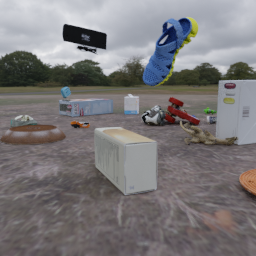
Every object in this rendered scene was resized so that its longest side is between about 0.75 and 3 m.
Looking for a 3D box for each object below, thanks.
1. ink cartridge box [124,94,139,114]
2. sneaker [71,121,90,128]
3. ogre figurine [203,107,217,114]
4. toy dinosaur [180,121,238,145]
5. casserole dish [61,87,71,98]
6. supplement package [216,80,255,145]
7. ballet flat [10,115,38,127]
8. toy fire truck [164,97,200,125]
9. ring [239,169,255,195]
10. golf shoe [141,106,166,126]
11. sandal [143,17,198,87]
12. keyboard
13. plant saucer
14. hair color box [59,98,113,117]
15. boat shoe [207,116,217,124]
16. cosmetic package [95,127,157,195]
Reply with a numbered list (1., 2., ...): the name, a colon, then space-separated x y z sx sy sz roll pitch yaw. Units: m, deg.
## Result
1. ink cartridge box: 0.232 -1.463 17.133 0.746 1.191 0.765 2 9 15
2. sneaker: -1.992 -0.129 11.687 0.796 0.301 0.366 6 1 -7
3. ogre figurine: 4.932 -1.014 17.003 0.493 0.404 0.823 15 16 -29
4. toy dinosaur: 2.190 0.243 8.742 1.142 0.657 2.259 13 5 -44
5. casserole dish: -3.460 -2.008 15.711 0.178 0.557 0.919 -14 18 19
6. supplement package: 3.737 -0.544 8.846 1.487 1.909 1.059 -3 9 -21
7. ballet flat: -4.437 -0.316 12.074 0.510 0.482 1.514 3 9 21
8. toy fire truck: 2.488 -0.640 13.085 1.590 1.061 1.893 26 8 0
9. ring: 2.866 1.007 4.565 1.975 0.189 1.975 -1 9 0
10. golf shoe: 1.085 -0.606 12.907 0.997 0.820 2.110 0 8 -3
11. sandal: 1.272 -2.741 9.849 1.092 2.749 1.197 39 20 30
12. keyboard: -2.152 -4.299 13.814 2.260 1.176 0.448 5 -1 -26
13. plant saucer: -3.146 0.165 9.363 2.092 0.383 2.092 0 8 0
14. hair color box: -2.485 -1.281 16.917 2.960 0.897 1.465 -9 13 -42
15. boat shoe: 3.923 -0.393 12.902 0.451 0.363 0.973 -4 5 25
16. cosmetic package: -0.107 0.531 5.319 0.610 0.903 1.717 -4 11 -23
